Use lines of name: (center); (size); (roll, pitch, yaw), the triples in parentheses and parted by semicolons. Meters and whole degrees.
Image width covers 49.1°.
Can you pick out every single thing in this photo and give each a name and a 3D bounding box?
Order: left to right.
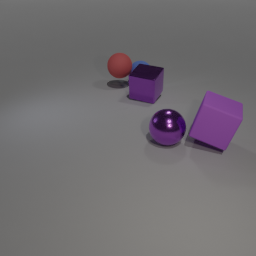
ball: (-0.460, -3.483, 15.657); (1.400, 1.400, 1.400); (0, 29, 0)
ball: (0.719, -3.240, 16.477); (1.400, 1.400, 1.400); (0, 29, 0)
cube: (0.953, -2.312, 14.461); (1.400, 1.400, 1.400); (15, 42, 20)
ball: (1.487, -0.032, 10.600); (1.400, 1.400, 1.400); (0, 29, 0)
cube: (3.222, -0.305, 10.251); (1.400, 1.400, 1.400); (23, 33, 9)
